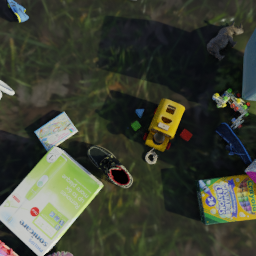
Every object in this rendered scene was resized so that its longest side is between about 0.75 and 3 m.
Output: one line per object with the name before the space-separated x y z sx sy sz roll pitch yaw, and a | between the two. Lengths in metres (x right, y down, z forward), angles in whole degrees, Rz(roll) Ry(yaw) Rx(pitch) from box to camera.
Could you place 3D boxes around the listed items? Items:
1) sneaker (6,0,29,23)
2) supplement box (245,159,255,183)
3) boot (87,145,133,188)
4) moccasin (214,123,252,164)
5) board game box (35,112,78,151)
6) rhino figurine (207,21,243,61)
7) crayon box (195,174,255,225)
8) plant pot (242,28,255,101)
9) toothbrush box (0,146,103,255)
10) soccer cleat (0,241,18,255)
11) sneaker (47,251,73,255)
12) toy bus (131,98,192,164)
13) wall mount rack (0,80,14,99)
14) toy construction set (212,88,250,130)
sneaker | -3.722 -3.997 9.404 0.417 0.350 1.063 -31 78 -24
supplement box | 4.581 0.829 7.794 2.258 1.167 1.143 -36 81 -23
boot | -0.525 1.048 7.941 1.686 1.273 0.608 42 82 7
moccasin | 3.147 0.522 8.451 0.485 0.573 1.423 -34 60 11
board game box | -2.222 0.109 8.674 1.094 0.187 0.735 -35 81 -6
rhino figurine | 3.201 -2.898 9.102 0.696 0.476 1.591 42 80 7
crayon box | 3.062 2.029 8.146 1.975 0.509 1.242 -7 79 -2
plant pot | 4.295 -1.612 8.082 1.946 1.987 1.951 7 79 2
toothbrush box | -2.133 1.988 7.894 1.741 1.029 2.391 40 83 7
soccer cleat | -2.016 2.719 4.922 1.087 1.013 2.970 -23 97 10
sneaker | -2.344 4.082 7.687 1.951 0.785 0.863 -20 86 1
toy bus | 1.033 -0.012 8.340 1.626 0.890 1.723 -22 80 -4
wall mount rack | -3.810 -1.192 5.829 2.224 2.559 0.954 34 87 40
toy construction set | 3.215 -0.641 8.603 0.862 0.606 1.315 -32 88 -30
